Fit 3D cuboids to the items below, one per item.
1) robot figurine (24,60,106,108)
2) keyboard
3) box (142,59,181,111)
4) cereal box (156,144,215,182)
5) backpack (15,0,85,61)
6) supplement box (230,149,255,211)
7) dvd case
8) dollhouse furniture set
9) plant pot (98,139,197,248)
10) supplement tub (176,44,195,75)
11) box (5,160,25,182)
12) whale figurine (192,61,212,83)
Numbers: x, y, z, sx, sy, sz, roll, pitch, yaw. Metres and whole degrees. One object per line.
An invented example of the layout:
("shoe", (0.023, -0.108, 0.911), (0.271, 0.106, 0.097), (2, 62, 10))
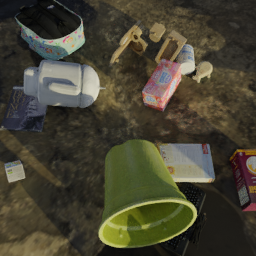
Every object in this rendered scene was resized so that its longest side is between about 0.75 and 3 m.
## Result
("robot figurine", (-2.384, -1.661, 10.713), (2.961, 1.672, 2.512), (4, 20, -13))
("keyboard", (1.912, 2.839, 8.857), (1.177, 0.448, 2.261), (23, 62, 13))
("box", (1.386, -1.737, 11.235), (0.879, 0.953, 1.857), (21, 64, 21))
("cereal box", (1.985, 1.214, 9.864), (1.918, 0.379, 1.380), (1, 56, 1))
("backpack", (-3.235, -4.187, 12.232), (2.639, 1.987, 2.343), (34, 61, 25))
("supplement box", (4.204, 1.704, 9.317), (1.045, 0.811, 1.893), (-2, 58, -1))
("dvd case", (-4.051, -0.827, 11.259), (1.606, 0.173, 2.160), (2, 58, 2))
("dollhouse furniture set", (0.767, -3.107, 11.602), (2.166, 2.060, 1.765), (35, 57, 1))
("plant pot", (0.336, 1.797, 8.420), (2.713, 2.713, 2.495), (-9, 47, -5))
("supplement tub", (2.506, -3.011, 12.259), (0.764, 0.764, 1.159), (2, 58, 1))
("box", (-3.782, 1.422, 9.334), (0.524, 0.931, 0.472), (-14, 99, -25))
("whale figurine", (3.194, -2.396, 12.112), (0.783, 0.511, 0.985), (37, 89, 12))
